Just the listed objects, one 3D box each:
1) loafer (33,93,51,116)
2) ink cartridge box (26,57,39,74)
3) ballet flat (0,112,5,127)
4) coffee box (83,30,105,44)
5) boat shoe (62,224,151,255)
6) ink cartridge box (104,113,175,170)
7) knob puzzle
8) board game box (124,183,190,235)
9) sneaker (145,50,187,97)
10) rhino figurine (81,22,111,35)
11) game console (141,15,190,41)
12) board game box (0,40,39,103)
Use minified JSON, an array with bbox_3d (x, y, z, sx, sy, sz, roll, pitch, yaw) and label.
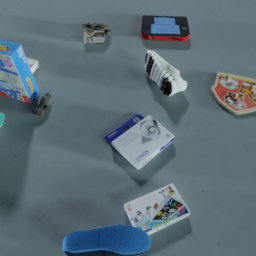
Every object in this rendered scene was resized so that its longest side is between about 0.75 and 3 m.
[{"bbox_3d":[-3.424,-0.941,11.469,0.409,0.412,1.132,21,63,10],"label":"loafer"},{"bbox_3d":[-4.795,-2.963,13.068,1.069,0.361,0.622,18,54,13],"label":"ink cartridge box"},{"bbox_3d":[-5.162,-0.047,10.730,0.434,0.514,1.359,-16,45,19],"label":"ballet flat"},{"bbox_3d":[-1.720,-4.671,14.382,1.029,0.411,0.582,3,52,2],"label":"coffee box"},{"bbox_3d":[-0.581,3.245,7.918,2.400,0.824,1.010,3,44,1],"label":"boat shoe"},{"bbox_3d":[0.406,0.326,10.452,1.923,0.391,1.927,-37,60,-25],"label":"ink cartridge box"},{"bbox_3d":[4.727,-1.515,11.929,2.577,0.357,2.577,0,52,0],"label":"knob puzzle"},{"bbox_3d":[0.893,2.561,8.739,1.759,0.304,1.110,-19,54,-15],"label":"board game box"},{"bbox_3d":[1.600,-2.473,12.410,1.082,1.003,2.669,-14,57,-24],"label":"sneaker"},{"bbox_3d":[-1.691,-5.278,14.770,1.725,0.516,0.754,15,30,13],"label":"rhino figurine"},{"bbox_3d":[1.978,-5.422,14.998,2.527,0.392,2.235,3,52,2],"label":"game console"},{"bbox_3d":[-5.132,-2.332,11.172,2.507,2.560,0.715,14,55,11],"label":"board game box"}]
